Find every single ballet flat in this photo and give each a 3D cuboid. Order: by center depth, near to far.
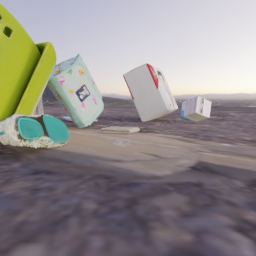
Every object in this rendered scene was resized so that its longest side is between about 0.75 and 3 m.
[{"bbox_3d":[-1.488,0.061,4.387,0.577,0.577,1.609,1,-5,14],"label":"ballet flat"}]

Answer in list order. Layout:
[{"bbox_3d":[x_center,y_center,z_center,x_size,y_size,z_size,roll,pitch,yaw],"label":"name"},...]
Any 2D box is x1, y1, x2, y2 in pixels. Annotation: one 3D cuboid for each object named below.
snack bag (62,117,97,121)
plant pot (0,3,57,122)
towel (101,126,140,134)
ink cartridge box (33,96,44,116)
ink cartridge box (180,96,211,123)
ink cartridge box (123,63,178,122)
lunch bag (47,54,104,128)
[{"bbox_3d":[-1.995,-0.352,11.649,1.138,0.129,1.207,-3,11,-38],"label":"snack bag"},{"bbox_3d":[-3.134,-1.162,5.826,2.319,2.543,2.556,27,-9,-39],"label":"plant pot"},{"bbox_3d":[-0.200,0.061,7.072,0.856,0.148,0.567,2,7,27],"label":"towel"},{"bbox_3d":[-4.384,-1.104,10.585,2.087,1.531,1.524,-8,15,-22],"label":"ink cartridge box"},{"bbox_3d":[2.512,-0.673,10.224,0.646,0.664,1.032,19,-18,-23],"label":"ink cartridge box"},{"bbox_3d":[1.094,-1.514,12.215,1.189,2.105,2.868,-23,-1,19],"label":"ink cartridge box"},{"bbox_3d":[-1.564,-1.090,8.348,1.232,1.721,2.020,-23,25,8],"label":"lunch bag"}]
